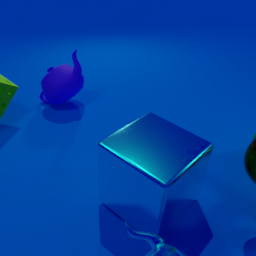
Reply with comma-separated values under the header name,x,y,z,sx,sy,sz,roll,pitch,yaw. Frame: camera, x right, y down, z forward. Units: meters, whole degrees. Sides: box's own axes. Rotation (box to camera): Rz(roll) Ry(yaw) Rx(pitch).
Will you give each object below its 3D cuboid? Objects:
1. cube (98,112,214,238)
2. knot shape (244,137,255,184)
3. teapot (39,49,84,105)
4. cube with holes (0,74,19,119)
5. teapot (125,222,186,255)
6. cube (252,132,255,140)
name,x,y,z,sx,sy,sz,roll,pitch,yaw
cube,0.416,0.776,4.812,1.355,1.355,1.355,30,43,32
knot shape,2.527,0.753,4.116,0.897,1.818,1.942,-34,10,-21
teapot,-1.906,-1.363,8.069,1.005,2.053,1.276,52,30,-2
cube with holes,-3.776,-0.898,6.904,1.196,1.196,1.196,34,6,11
teapot,0.363,1.909,3.371,0.800,1.016,1.634,-7,66,-17
cube,3.272,0.423,5.462,1.154,1.154,1.154,-9,41,-16
